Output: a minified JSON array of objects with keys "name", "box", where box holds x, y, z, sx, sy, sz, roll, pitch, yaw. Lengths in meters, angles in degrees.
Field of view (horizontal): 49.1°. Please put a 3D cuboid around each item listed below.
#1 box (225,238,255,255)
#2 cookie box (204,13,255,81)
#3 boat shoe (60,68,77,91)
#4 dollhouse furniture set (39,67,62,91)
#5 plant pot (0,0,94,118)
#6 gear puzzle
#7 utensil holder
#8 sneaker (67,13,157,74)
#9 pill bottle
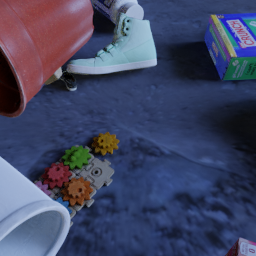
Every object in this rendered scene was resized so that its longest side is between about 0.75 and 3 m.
[{"name":"box","box":[1.784,3.178,3.491,1.460,1.399,2.930,15,51,12]},{"name":"cookie box","box":[3.955,-2.546,8.599,2.622,0.985,2.243,-4,51,-2]},{"name":"boat shoe","box":[-1.753,-1.487,8.137,0.366,0.292,0.967,-22,55,-32]},{"name":"dollhouse furniture set","box":[-2.349,-1.712,7.602,1.259,0.894,0.998,-14,39,38]},{"name":"plant pot","box":[-2.475,-2.261,6.473,2.958,2.958,2.877,25,52,20]},{"name":"gear puzzle","box":[-1.058,0.943,6.084,1.341,0.339,2.589,31,56,23]},{"name":"utensil holder","box":[-2.366,1.482,4.703,2.137,1.816,1.816,30,56,27]},{"name":"sneaker","box":[-0.527,-2.375,7.966,2.661,1.570,0.979,-13,15,-17]},{"name":"pill bottle","box":[-0.359,-4.410,10.094,1.129,1.129,2.034,-27,55,-21]}]
